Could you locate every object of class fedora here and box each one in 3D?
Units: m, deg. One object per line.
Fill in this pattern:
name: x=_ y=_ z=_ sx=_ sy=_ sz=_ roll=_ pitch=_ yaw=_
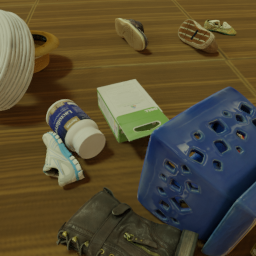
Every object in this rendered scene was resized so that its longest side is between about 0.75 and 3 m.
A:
fedora: x=-3.813 y=-2.721 z=10.390 sx=2.645 sy=1.079 sz=2.645 roll=-1 pitch=41 yaw=1

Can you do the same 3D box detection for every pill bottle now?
pill bottle: x=-1.364 y=0.021 z=7.332 sx=0.957 sy=0.957 sz=1.654 roll=-27 pitch=48 yaw=-28

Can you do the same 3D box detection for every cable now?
cable: x=-3.981 y=-1.999 z=8.255 sx=2.995 sy=2.994 sz=1.037 roll=5 pitch=-4 yaw=35

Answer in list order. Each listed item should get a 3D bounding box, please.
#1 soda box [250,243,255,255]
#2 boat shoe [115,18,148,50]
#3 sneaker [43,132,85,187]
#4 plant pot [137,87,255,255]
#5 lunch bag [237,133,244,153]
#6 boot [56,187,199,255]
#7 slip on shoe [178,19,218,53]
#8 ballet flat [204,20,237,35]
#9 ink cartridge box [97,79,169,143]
soda box: x=2.885 y=2.724 z=4.356 sx=0.697 sy=0.738 sz=2.178 roll=-9 pitch=42 yaw=-11
boat shoe: x=0.272 y=-4.233 z=12.252 sx=0.907 sy=1.007 sz=2.799 roll=-20 pitch=38 yaw=-14
sneaker: x=-1.785 y=0.734 z=6.783 sx=0.749 sy=0.648 sz=1.729 roll=-30 pitch=48 yaw=-23
plant pot: x=1.751 y=0.918 z=5.401 sx=2.282 sy=2.282 sz=2.052 roll=-30 pitch=56 yaw=-30
lunch bag: x=3.892 y=0.587 z=6.745 sx=2.087 sy=0.971 sz=2.369 roll=0 pitch=41 yaw=-7
boot: x=-0.238 y=2.331 z=4.789 sx=2.379 sy=0.946 sz=2.733 roll=17 pitch=35 yaw=21
slip on shoe: x=3.032 y=-3.966 z=12.149 sx=0.775 sy=0.972 sz=2.557 roll=27 pitch=17 yaw=-33
ballet flat: x=4.372 y=-4.799 z=13.254 sx=1.570 sy=0.555 sz=0.555 roll=22 pitch=45 yaw=23
ink cartridge box: x=0.127 y=-0.357 z=7.919 sx=1.300 sy=0.743 sz=2.505 roll=-15 pitch=43 yaw=-17
